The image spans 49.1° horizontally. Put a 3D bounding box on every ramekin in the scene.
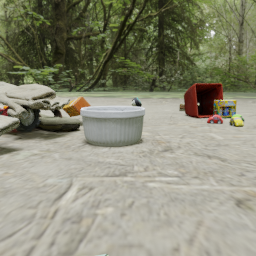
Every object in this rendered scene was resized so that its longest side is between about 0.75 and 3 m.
[{"bbox_3d":[-0.332,-0.071,6.294,1.445,0.759,1.445,0,8,0],"label":"ramekin"}]

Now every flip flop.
[{"bbox_3d":[-2.573,-0.454,8.402,2.900,0.835,1.176,8,13,39],"label":"flip flop"}]

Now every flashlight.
[{"bbox_3d":[-3.682,-0.400,8.077,2.566,0.872,0.869,6,10,32],"label":"flashlight"}]

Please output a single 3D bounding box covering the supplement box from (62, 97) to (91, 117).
[{"bbox_3d":[-1.708,-0.671,9.160,0.465,0.450,1.351,-50,20,-21],"label":"supplement box"}]

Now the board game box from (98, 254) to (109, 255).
[{"bbox_3d":[-0.575,0.998,1.343,1.178,0.172,0.793,-3,9,-17],"label":"board game box"}]

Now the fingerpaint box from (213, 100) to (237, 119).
[{"bbox_3d":[3.694,-0.716,10.660,0.825,0.688,0.303,-2,9,-17],"label":"fingerpaint box"}]

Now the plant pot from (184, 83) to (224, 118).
[{"bbox_3d":[2.946,-1.043,11.271,1.298,1.299,1.145,-4,-2,-23],"label":"plant pot"}]

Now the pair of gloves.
[{"bbox_3d":[-3.002,-0.382,6.327,2.463,0.508,2.897,7,27,20],"label":"pair of gloves"}]

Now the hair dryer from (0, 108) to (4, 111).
[{"bbox_3d":[-4.868,-0.721,10.796,1.865,0.665,2.449,-1,10,-12],"label":"hair dryer"}]

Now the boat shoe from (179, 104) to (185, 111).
[{"bbox_3d":[2.991,-0.982,13.408,1.067,0.363,0.384,1,9,9],"label":"boat shoe"}]

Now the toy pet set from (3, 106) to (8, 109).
[{"bbox_3d":[-5.817,-1.011,12.442,1.780,1.012,1.906,-6,43,-38],"label":"toy pet set"}]

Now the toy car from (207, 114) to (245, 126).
[{"bbox_3d":[3.415,-0.288,9.207,1.202,0.285,1.278,-7,12,-38],"label":"toy car"}]

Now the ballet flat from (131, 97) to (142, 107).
[{"bbox_3d":[0.456,-1.410,15.978,0.554,0.554,1.517,-1,15,-4],"label":"ballet flat"}]
